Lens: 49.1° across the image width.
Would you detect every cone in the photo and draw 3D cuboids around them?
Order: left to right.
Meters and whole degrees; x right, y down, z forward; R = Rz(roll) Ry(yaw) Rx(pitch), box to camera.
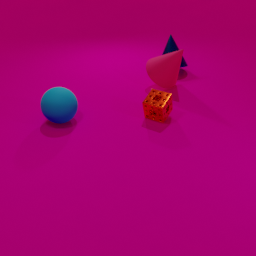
[{"bbox_3d":[1.938,-3.440,12.500,1.433,1.438,1.433,-5,15,1],"label":"cone"},{"bbox_3d":[1.688,-2.546,10.771,1.475,1.481,1.475,14,58,-23],"label":"cone"}]

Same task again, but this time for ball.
[{"bbox_3d":[-2.203,-0.730,8.996,1.166,1.166,1.166,0,34,0],"label":"ball"}]

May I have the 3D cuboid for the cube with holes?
[{"bbox_3d":[0.987,-0.726,9.231,0.717,0.717,0.717,19,56,26],"label":"cube with holes"}]
